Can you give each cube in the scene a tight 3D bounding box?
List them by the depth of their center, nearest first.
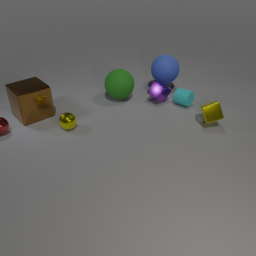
[{"bbox_3d":[3.365,-0.660,11.302,0.700,0.700,0.700,-18,10,10],"label":"cube"},{"bbox_3d":[-4.133,-1.175,11.884,1.400,1.400,1.400,-24,40,-32],"label":"cube"},{"bbox_3d":[1.466,-1.717,13.031,0.700,0.700,0.700,44,25,30],"label":"cube"}]

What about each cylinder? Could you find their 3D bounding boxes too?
[{"bbox_3d":[2.562,-1.417,12.823,0.700,0.700,0.700,23,39,35],"label":"cylinder"}]

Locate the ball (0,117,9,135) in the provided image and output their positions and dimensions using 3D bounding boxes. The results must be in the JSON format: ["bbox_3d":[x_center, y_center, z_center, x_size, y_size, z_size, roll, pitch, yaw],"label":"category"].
[{"bbox_3d":[-4.989,-0.084,10.858,0.700,0.700,0.700,0,33,0],"label":"ball"}]

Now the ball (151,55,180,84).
[{"bbox_3d":[1.840,-2.906,13.861,1.400,1.400,1.400,0,33,0],"label":"ball"}]

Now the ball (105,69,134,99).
[{"bbox_3d":[-0.401,-2.066,13.147,1.400,1.400,1.400,0,33,0],"label":"ball"}]

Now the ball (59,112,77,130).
[{"bbox_3d":[-2.394,-0.283,11.157,0.700,0.700,0.700,0,33,0],"label":"ball"}]
